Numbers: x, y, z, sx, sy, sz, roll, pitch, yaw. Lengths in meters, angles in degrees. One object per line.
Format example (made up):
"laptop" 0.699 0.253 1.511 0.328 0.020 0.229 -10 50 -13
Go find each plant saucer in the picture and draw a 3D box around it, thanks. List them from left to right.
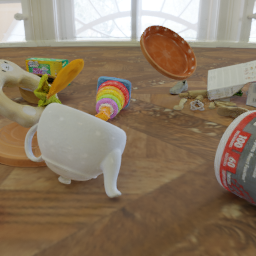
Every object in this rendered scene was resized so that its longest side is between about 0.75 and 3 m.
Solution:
"plant saucer" -2.365 0.217 7.746 2.793 0.451 2.793 -1 22 0
"plant saucer" 1.243 -2.338 8.737 2.022 0.326 2.022 14 56 -23

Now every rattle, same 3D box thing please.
"rattle" -2.757 -1.538 6.790 2.895 2.068 1.884 46 50 11

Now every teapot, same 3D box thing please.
"teapot" -1.123 0.441 5.928 1.994 1.476 2.020 24 -5 -18

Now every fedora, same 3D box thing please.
"fedora" -3.753 -1.606 11.663 2.341 0.955 2.341 7 22 -3

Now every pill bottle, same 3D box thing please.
"pill bottle" 3.023 0.837 4.488 1.662 1.662 2.868 -15 26 -33

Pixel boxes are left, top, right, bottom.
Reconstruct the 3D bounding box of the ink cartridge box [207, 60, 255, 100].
"ink cartridge box" 4.530 -2.043 11.759 2.303 0.657 1.871 -6 35 21

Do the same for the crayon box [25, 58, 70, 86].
"crayon box" -4.114 -2.865 14.357 2.207 1.311 0.643 8 23 18

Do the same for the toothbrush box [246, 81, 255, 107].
"toothbrush box" 5.378 -1.435 11.212 1.323 0.969 0.564 -16 27 -38

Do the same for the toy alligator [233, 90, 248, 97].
"toy alligator" 4.565 -1.652 12.501 1.998 0.480 0.662 29 62 37

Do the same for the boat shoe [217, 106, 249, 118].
"boat shoe" 3.745 -0.571 9.754 1.244 0.447 0.403 11 28 40

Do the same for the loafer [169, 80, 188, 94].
"loafer" 2.352 -1.911 13.039 0.505 0.504 1.445 13 25 31

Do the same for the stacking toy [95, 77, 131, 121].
"stacking toy" -0.664 -0.797 9.672 1.275 1.206 2.197 9 33 3

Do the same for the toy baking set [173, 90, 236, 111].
"toy baking set" 3.008 -1.141 11.329 2.796 0.325 2.146 -3 22 -8
